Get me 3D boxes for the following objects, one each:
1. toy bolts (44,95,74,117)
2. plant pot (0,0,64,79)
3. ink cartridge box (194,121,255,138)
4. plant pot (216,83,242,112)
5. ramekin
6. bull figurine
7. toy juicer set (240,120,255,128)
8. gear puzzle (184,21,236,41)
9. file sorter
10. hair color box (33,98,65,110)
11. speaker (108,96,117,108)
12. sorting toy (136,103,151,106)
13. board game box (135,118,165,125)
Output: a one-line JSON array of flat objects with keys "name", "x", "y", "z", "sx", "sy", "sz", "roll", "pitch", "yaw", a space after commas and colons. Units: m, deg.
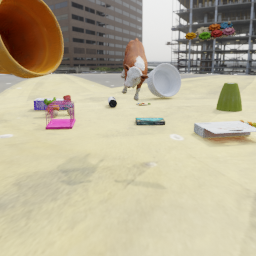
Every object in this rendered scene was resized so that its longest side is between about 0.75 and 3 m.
[{"name": "toy bolts", "x": -3.191, "y": -0.856, "z": 13.244, "sx": 1.325, "sy": 0.919, "sz": 1.266, "roll": -16, "pitch": -22, "yaw": -21}, {"name": "plant pot", "x": -3.325, "y": -2.405, "z": 7.879, "sx": 2.028, "sy": 2.215, "sz": 2.215, "roll": -5, "pitch": 10, "yaw": 32}, {"name": "ink cartridge box", "x": 3.376, "y": 0.120, "z": 9.521, "sx": 1.784, "sy": 0.389, "sz": 1.549, "roll": -3, "pitch": 15, "yaw": -10}, {"name": "plant pot", "x": 5.277, "y": -1.631, "z": 14.472, "sx": 1.293, "sy": 1.382, "sz": 1.293, "roll": 0, "pitch": 14, "yaw": 0}, {"name": "ramekin", "x": 2.340, "y": -3.089, "z": 18.693, "sx": 2.215, "sy": 2.215, "sz": 1.080, "roll": -7, "pitch": -1, "yaw": -25}, {"name": "bull figurine", "x": 0.171, "y": -1.611, "z": 7.887, "sx": 0.689, "sy": 1.284, "sz": 2.115, "roll": 12, "pitch": 48, "yaw": -6}, {"name": "toy juicer set", "x": 4.321, "y": -0.178, "z": 10.808, "sx": 1.238, "sy": 0.337, "sz": 0.788, "roll": 0, "pitch": 14, "yaw": 3}, {"name": "gear puzzle", "x": 2.130, "y": -2.566, "z": 7.399, "sx": 1.275, "sy": 0.167, "sz": 0.661, "roll": -7, "pitch": 48, "yaw": 11}, {"name": "file sorter", "x": -2.671, "y": -0.560, "z": 11.161, "sx": 1.004, "sy": 0.906, "sz": 1.445, "roll": -1, "pitch": 14, "yaw": -5}, {"name": "hair color box", "x": -3.954, "y": -1.272, "z": 14.739, "sx": 1.786, "sy": 0.579, "sz": 0.976, "roll": 0, "pitch": 13, "yaw": -7}, {"name": "speaker", "x": -0.872, "y": -1.444, "z": 15.604, "sx": 0.486, "sy": 0.486, "sz": 1.197, "roll": -1, "pitch": 14, "yaw": -6}, {"name": "sorting toy", "x": 0.903, "y": -1.388, "z": 16.114, "sx": 0.786, "sy": 0.116, "sz": 0.581, "roll": -5, "pitch": 15, "yaw": -17}, {"name": "board game box", "x": 0.910, "y": -0.281, "z": 11.575, "sx": 1.170, "sy": 0.165, "sz": 0.791, "roll": -1, "pitch": 14, "yaw": -2}]
